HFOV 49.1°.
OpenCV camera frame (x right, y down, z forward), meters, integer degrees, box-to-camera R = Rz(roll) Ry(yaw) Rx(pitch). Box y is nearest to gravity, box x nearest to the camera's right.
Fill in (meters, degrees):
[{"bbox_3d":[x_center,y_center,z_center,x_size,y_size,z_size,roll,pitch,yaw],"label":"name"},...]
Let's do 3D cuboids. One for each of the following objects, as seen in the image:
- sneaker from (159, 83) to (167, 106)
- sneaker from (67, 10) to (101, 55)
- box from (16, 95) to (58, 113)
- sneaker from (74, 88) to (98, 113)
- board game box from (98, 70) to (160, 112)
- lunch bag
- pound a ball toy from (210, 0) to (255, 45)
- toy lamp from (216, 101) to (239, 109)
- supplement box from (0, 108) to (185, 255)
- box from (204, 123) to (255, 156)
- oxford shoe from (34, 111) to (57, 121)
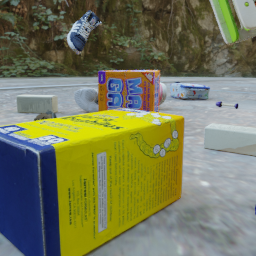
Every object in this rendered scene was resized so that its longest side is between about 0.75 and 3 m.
[{"bbox_3d":[0.331,-1.421,12.137,1.483,1.068,2.836,-2,5,-32],"label":"sneaker"},{"bbox_3d":[-1.518,-3.444,9.900,1.029,0.665,1.897,-27,41,27],"label":"sneaker"},{"bbox_3d":[-3.524,-0.938,10.916,1.458,0.692,0.567,3,12,9],"label":"box"},{"bbox_3d":[-0.799,-1.097,11.175,2.495,0.942,1.420,10,15,17],"label":"sneaker"},{"bbox_3d":[0.091,-0.975,8.814,1.640,1.639,1.641,3,13,13],"label":"board game box"},{"bbox_3d":[3.459,-2.094,15.745,1.853,0.874,2.313,-1,13,-12],"label":"lunch bag"},{"bbox_3d":[2.581,-2.958,5.885,1.062,2.501,1.631,-20,-2,-6],"label":"pound a ball toy"},{"bbox_3d":[4.280,-0.995,12.158,0.950,0.276,0.276,14,19,41],"label":"toy lamp"},{"bbox_3d":[-0.380,0.477,3.383,1.162,1.170,2.136,11,16,42],"label":"supplement box"},{"bbox_3d":[2.340,0.238,6.039,1.260,0.490,0.598,8,15,32],"label":"box"},{"bbox_3d":[-2.287,-0.125,7.828,0.630,0.542,1.492,-18,13,-23],"label":"oxford shoe"}]
